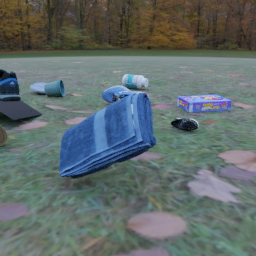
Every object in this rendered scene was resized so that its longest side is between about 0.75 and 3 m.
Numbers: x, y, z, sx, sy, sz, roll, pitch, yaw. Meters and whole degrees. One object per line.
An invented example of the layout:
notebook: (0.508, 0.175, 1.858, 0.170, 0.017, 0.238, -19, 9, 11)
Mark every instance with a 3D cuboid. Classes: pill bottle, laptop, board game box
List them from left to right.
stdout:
laptop: (-5.143, -0.573, 11.541, 2.140, 1.240, 2.004, -25, 1, 17)
pill bottle: (0.490, -2.972, 18.111, 1.601, 0.887, 0.887, 11, 21, 28)
board game box: (3.574, -1.183, 13.294, 2.091, 0.468, 1.406, -4, 18, -11)

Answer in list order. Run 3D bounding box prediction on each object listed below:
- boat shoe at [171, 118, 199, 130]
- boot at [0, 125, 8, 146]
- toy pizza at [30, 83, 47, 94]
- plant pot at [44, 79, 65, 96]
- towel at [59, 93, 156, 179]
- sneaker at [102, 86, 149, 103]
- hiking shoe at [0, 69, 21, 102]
boat shoe: (2.016, -0.134, 10.153, 0.393, 0.443, 1.184, -13, 21, -33)
boot: (-5.063, -0.023, 9.065, 2.407, 0.887, 1.862, 21, -9, -16)
toy pizza: (-5.038, -2.360, 16.897, 1.633, 0.259, 1.633, 9, 25, -4)
plant pot: (-4.174, -2.213, 15.870, 0.946, 0.966, 0.966, -7, 18, 2)
towel: (-0.545, 0.192, 6.060, 2.420, 1.351, 0.587, -26, -36, 31)
sneaker: (-0.284, -1.432, 13.286, 2.484, 0.976, 1.107, 12, 19, 33)
hiking shoe: (-3.825, -1.350, 8.564, 2.038, 0.884, 0.758, 15, 15, 42)
